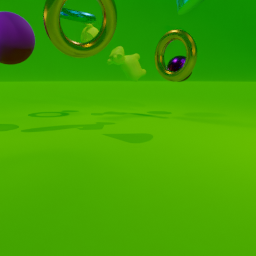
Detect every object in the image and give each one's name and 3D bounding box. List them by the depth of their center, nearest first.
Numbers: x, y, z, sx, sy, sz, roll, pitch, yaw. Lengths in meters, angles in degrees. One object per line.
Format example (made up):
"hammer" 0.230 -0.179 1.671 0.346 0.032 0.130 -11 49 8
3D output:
"cone" 1.188 -3.203 5.623 1.241 1.245 1.241 -35 2 2
"ring" -1.164 -2.781 7.154 1.997 1.997 0.399 -7 31 -33
"ball" -3.189 -2.381 7.475 1.352 1.352 1.352 0 10 0
"ring" -1.955 -4.000 9.910 1.676 0.335 1.676 11 20 -4
"ring" 1.722 -2.650 10.309 0.375 1.876 1.876 -9 14 -42
"cow figurine" -0.060 -2.471 11.033 0.828 1.508 1.484 -21 8 40
"teapot" -1.541 -3.664 11.262 0.845 1.359 0.665 15 41 17
"ball" 2.115 -2.425 11.476 1.069 1.069 1.069 0 10 0
